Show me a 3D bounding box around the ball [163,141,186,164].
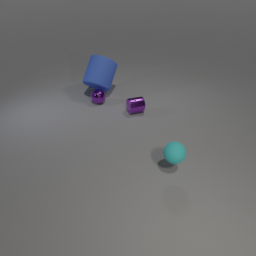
[{"bbox_3d":[1.451,0.769,8.703,0.700,0.700,0.700,0,32,0],"label":"ball"}]

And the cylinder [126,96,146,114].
[{"bbox_3d":[0.347,-1.034,12.670,0.700,0.700,0.700,-11,33,-16],"label":"cylinder"}]

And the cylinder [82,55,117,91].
[{"bbox_3d":[-1.386,-2.705,13.890,1.400,1.400,1.400,17,-4,1],"label":"cylinder"}]

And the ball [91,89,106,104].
[{"bbox_3d":[-1.420,-1.518,13.427,0.700,0.700,0.700,0,32,0],"label":"ball"}]
